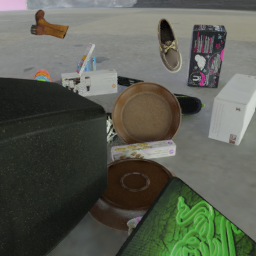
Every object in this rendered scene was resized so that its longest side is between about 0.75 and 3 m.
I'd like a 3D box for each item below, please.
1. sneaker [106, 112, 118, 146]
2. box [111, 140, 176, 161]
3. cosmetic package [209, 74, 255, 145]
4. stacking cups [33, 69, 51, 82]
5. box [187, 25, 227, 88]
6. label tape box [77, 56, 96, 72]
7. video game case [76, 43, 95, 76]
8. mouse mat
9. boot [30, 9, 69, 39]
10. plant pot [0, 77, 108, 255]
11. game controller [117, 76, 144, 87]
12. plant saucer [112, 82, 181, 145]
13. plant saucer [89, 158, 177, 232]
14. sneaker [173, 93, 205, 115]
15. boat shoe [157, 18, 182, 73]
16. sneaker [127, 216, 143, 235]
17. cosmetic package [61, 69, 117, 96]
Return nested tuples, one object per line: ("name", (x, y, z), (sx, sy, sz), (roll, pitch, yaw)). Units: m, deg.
("sneaker", (-0.802, -0.113, 8.462), (0.896, 1.071, 2.419), (4, 28, 11))
("box", (0.430, 0.641, 7.786), (1.787, 0.346, 0.370), (-6, 29, -10))
("cosmetic package", (3.574, -0.725, 9.219), (1.024, 1.405, 2.765), (17, 32, 28))
("stacking cups", (-3.713, -1.822, 11.794), (0.901, 0.901, 2.979), (-8, 28, -14))
("box", (3.494, -3.271, 12.697), (1.424, 2.482, 1.640), (7, 30, 11))
("label tape box", (-1.955, -2.831, 13.461), (0.456, 0.988, 1.380), (6, 29, 11))
("video game case", (-1.536, -2.461, 9.998), (0.102, 1.169, 0.836), (24, 10, -23))
("mouse mat", (1.066, 2.115, 4.160), (2.278, 0.107, 2.831), (40, 35, 9))
("boot", (-2.392, -3.256, 8.743), (1.059, 0.363, 0.997), (7, 57, 1))
("plant pot", (-1.967, 0.539, 5.415), (2.575, 2.903, 2.896), (-20, 35, -37))
("game controller", (0.140, -1.988, 12.415), (1.426, 0.300, 0.744), (6, 39, -22))
("plant saucer", (0.547, -0.351, 8.397), (2.047, 2.047, 0.374), (2, -6, 3))
("plant saucer", (0.156, 1.355, 6.486), (2.376, 0.381, 2.376), (0, 30, 0))
("sneaker", (1.618, -0.888, 10.367), (2.322, 0.833, 0.962), (12, 13, 15))
("boat shoe", (1.551, -3.182, 10.766), (0.776, 2.161, 0.643), (-12, -17, 11))
("sneaker", (0.373, 2.182, 4.685), (0.807, 0.744, 1.829), (-6, 22, -3))
("cosmetic package", (-1.597, -1.866, 11.789), (2.258, 0.932, 0.572), (-9, 32, -15))
